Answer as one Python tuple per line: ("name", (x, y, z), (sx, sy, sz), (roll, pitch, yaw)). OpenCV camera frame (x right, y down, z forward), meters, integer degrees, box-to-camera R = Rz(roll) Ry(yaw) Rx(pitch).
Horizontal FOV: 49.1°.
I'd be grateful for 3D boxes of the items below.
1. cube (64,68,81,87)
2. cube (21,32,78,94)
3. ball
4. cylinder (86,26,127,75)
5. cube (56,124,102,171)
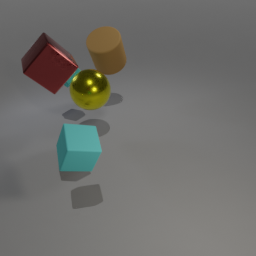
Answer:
("cube", (-2.282, -2.024, 10.414), (0.700, 0.700, 0.700), (-57, 18, -11))
("cube", (-1.460, -1.197, 5.189), (0.700, 0.700, 0.700), (-46, 38, 10))
("ball", (-1.288, -1.305, 9.568), (1.400, 1.400, 1.400), (0, 30, 0))
("cylinder", (-0.857, -3.145, 11.473), (1.400, 1.400, 1.400), (-4, 63, 8))
("cube", (-1.026, 0.412, 5.751), (0.700, 0.700, 0.700), (5, 45, -26))
